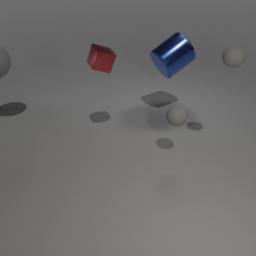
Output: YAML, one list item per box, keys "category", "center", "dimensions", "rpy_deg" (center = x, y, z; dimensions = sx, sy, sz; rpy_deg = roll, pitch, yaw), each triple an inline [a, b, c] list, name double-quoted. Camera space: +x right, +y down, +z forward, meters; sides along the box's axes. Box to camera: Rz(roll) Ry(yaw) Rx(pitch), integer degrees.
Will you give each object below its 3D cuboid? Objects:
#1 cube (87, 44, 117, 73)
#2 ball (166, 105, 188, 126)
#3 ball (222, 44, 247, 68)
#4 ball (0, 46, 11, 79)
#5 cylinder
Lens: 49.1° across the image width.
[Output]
- category: "cube"
  center: [-0.920, -2.395, 9.648]
  dimensions: [0.700, 0.700, 0.700]
  rpy_deg: [5, 31, -31]
- category: "ball"
  center: [1.599, -0.399, 9.141]
  dimensions: [0.700, 0.700, 0.700]
  rpy_deg: [0, 30, 0]
- category: "ball"
  center: [3.231, -2.188, 8.522]
  dimensions: [0.700, 0.700, 0.700]
  rpy_deg: [0, 30, 0]
- category: "ball"
  center: [-5.237, -2.549, 10.728]
  dimensions: [1.400, 1.400, 1.400]
  rpy_deg: [0, 30, 0]
- category: "cylinder"
  center: [1.890, -3.067, 11.894]
  dimensions: [1.400, 1.400, 1.400]
  rpy_deg: [-37, 37, -2]
